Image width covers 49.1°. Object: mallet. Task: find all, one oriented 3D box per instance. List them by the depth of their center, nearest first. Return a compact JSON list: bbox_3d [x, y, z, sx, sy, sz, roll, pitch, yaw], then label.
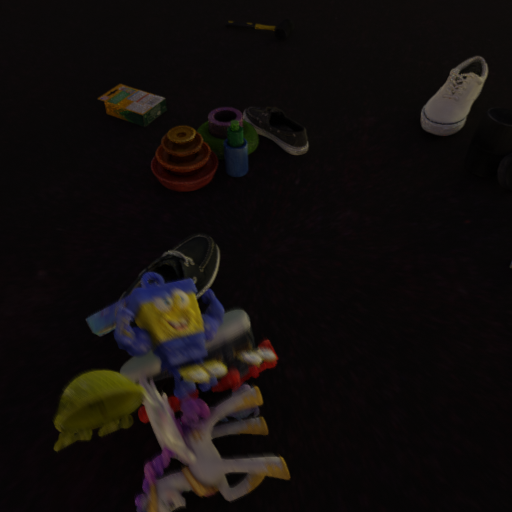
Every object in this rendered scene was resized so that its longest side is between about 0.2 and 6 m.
[{"bbox_3d":[5.365,-1.921,10.149,3.427,1.128,0.705,2,44,-19],"label":"mallet"},{"bbox_3d":[0.099,-5.804,14.117,1.782,0.367,0.587,20,49,24],"label":"mallet"}]

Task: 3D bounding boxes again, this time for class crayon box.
[{"bbox_3d":[-2.520,-3.072,11.394,1.176,0.303,0.740,23,50,20],"label":"crayon box"}]

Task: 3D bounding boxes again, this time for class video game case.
[{"bbox_3d":[-1.508,0.643,6.535,0.863,0.782,0.196,-28,84,-14],"label":"video game case"}]

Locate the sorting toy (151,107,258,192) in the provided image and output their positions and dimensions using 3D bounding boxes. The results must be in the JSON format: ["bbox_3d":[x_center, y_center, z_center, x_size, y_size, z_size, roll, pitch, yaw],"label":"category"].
[{"bbox_3d":[-0.788,-2.093,9.935,1.460,0.997,2.429,24,50,22],"label":"sorting toy"}]

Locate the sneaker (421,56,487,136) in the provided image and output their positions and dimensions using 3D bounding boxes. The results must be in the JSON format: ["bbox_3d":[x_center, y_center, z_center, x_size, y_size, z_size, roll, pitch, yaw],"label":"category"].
[{"bbox_3d":[3.952,-3.263,11.191,0.880,0.853,2.409,22,49,20],"label":"sneaker"}]

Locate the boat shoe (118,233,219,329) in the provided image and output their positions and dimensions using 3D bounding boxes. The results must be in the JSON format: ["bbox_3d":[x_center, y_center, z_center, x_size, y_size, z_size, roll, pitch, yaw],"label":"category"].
[{"bbox_3d":[-1.163,0.332,7.746,0.817,0.651,2.160,14,47,17],"label":"boat shoe"}]

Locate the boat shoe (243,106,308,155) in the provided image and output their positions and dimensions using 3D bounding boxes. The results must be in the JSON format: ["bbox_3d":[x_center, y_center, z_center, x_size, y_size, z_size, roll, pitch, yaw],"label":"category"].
[{"bbox_3d":[0.355,-2.544,10.684,0.599,0.567,1.712,-26,51,-24],"label":"boat shoe"}]

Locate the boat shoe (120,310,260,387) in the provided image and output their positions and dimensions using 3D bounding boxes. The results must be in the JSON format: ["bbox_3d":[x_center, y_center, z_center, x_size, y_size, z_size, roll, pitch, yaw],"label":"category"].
[{"bbox_3d":[-0.728,1.314,6.686,1.646,0.747,0.582,-23,15,-15],"label":"boat shoe"}]

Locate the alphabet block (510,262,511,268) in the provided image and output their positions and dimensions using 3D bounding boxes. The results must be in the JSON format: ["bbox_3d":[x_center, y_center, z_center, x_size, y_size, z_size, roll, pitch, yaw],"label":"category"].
[{"bbox_3d":[3.931,0.089,8.347,0.203,0.198,0.199,23,51,20],"label":"alphabet block"}]

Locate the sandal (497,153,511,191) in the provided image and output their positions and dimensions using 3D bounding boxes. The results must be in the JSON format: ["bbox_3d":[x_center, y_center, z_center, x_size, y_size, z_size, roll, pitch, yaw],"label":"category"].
[{"bbox_3d":[5.221,-1.671,9.631,2.267,0.862,0.485,-27,27,-11],"label":"sandal"}]

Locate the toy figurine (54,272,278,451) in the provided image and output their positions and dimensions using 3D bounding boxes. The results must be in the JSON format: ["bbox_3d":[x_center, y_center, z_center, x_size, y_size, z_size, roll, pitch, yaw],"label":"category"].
[{"bbox_3d":[-1.121,0.896,5.967,2.407,1.270,1.442,-10,66,-33],"label":"toy figurine"}]

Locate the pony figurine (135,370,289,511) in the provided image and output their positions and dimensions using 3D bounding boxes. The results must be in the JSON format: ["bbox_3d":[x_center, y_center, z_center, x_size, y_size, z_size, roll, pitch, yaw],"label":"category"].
[{"bbox_3d":[-0.643,1.946,5.871,1.587,1.322,1.532,-16,67,-12],"label":"pony figurine"}]
